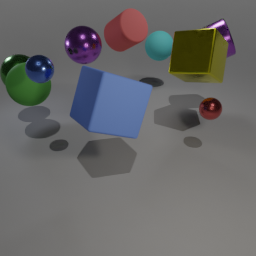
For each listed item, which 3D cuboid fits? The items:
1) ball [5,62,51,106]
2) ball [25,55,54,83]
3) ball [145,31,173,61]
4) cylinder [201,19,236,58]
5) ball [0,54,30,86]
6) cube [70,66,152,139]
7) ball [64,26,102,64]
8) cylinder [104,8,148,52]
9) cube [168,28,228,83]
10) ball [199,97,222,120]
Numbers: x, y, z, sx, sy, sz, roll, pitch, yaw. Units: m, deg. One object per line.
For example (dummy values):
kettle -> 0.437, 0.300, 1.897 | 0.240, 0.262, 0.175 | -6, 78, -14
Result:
ball -> -3.209, -1.406, 9.072 | 1.400, 1.400, 1.400 | 0, 30, 0
ball -> -2.200, -1.469, 6.989 | 0.700, 0.700, 0.700 | 0, 30, 0
ball -> 1.524, -3.985, 13.622 | 1.400, 1.400, 1.400 | 0, 30, 0
cylinder -> 3.173, -3.184, 10.662 | 1.400, 1.400, 1.400 | -21, 24, 19
ball -> -3.941, -1.991, 10.290 | 1.400, 1.400, 1.400 | 0, 30, 0
cube -> -0.475, -0.668, 7.151 | 1.400, 1.400, 1.400 | 10, 12, -33
ball -> -1.686, -3.116, 10.558 | 1.400, 1.400, 1.400 | 0, 30, 0
cylinder -> -0.105, -4.124, 11.924 | 1.400, 1.400, 1.400 | -21, 9, -32
cube -> 2.348, -2.329, 9.270 | 1.400, 1.400, 1.400 | 9, 0, 35
ball -> 2.549, -0.595, 8.657 | 0.700, 0.700, 0.700 | 0, 30, 0
